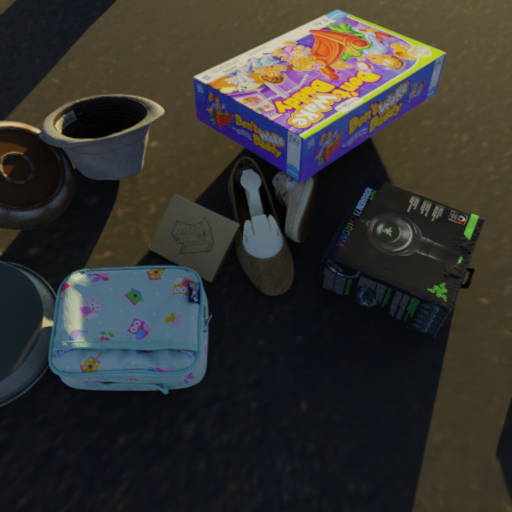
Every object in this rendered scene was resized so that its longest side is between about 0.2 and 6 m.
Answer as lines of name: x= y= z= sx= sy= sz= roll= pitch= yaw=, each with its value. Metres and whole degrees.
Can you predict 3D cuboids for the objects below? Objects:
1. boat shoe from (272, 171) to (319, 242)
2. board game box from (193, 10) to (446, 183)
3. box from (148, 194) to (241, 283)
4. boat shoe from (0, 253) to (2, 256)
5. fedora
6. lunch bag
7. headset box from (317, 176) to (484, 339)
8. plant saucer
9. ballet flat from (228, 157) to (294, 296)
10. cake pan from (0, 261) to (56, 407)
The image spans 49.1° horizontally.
boat shoe: x=0.671 y=-1.165 z=9.923 sx=0.750 sy=0.833 sz=2.309 roll=4 pitch=51 yaw=9
board game box: x=1.252 y=-3.253 z=10.726 sx=4.084 sy=0.914 sz=2.746 roll=-36 pitch=56 yaw=-29
box: x=-1.050 y=-0.315 z=9.419 sx=1.313 sy=0.140 sz=1.074 roll=27 pitch=92 yaw=17
boat shoe: x=-5.158 y=0.011 z=9.359 sx=1.758 sy=0.631 sz=0.594 roll=6 pitch=95 yaw=-4
fedora: x=-2.699 y=-2.066 z=10.149 sx=2.123 sy=1.084 sz=2.400 roll=-34 pitch=43 yaw=-32
lunch bag: x=-1.806 y=1.105 z=8.343 sx=2.319 sy=0.894 sz=1.860 roll=-1 pitch=57 yaw=-1
headset box: x=2.370 y=0.009 z=8.998 sx=2.168 sy=1.006 sz=1.887 roll=24 pitch=60 yaw=15
plant saucer: x=-4.201 y=-1.480 z=9.784 sx=2.091 sy=0.335 sz=2.091 roll=11 pitch=66 yaw=-27
ballet flat: x=0.024 y=-0.636 z=9.444 sx=0.903 sy=0.963 sz=2.663 roll=-9 pitch=57 yaw=-3
cake pan: x=-4.236 y=1.094 z=8.435 sx=2.478 sy=0.454 sz=2.478 roll=2 pitch=62 yaw=-4
